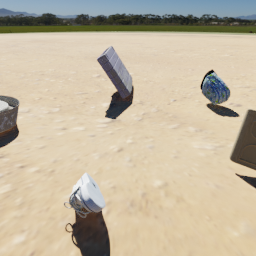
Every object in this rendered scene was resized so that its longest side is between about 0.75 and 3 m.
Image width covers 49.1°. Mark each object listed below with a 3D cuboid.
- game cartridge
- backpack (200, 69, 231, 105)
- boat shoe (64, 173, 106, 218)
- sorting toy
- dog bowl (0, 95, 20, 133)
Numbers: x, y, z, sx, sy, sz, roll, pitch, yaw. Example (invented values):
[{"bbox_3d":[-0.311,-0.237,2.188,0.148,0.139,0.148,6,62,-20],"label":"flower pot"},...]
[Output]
[{"bbox_3d":[-0.432,-2.181,10.725,0.509,1.719,2.652,-26,19,13],"label":"game cartridge"},{"bbox_3d":[2.874,-1.252,9.236,0.826,0.876,1.074,-32,61,-26],"label":"backpack"},{"bbox_3d":[-0.709,1.066,4.238,0.528,0.458,1.239,-42,15,-5],"label":"boat shoe"},{"bbox_3d":[2.677,0.088,5.093,1.195,1.604,0.215,23,22,25],"label":"sorting toy"},{"bbox_3d":[-3.993,-0.348,7.480,2.121,0.622,2.121,2,20,-1],"label":"dog bowl"}]
